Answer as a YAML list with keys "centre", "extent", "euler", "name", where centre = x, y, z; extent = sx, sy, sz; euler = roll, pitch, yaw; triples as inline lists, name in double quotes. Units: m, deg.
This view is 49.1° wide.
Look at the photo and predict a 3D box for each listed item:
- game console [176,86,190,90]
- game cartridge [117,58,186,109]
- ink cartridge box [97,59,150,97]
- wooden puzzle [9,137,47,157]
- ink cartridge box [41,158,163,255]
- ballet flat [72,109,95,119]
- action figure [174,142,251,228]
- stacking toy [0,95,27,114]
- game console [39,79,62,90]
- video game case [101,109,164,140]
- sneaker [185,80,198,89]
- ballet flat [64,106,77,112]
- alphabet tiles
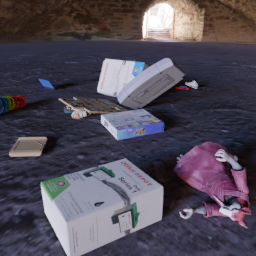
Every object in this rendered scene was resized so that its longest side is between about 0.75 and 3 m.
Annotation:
- centre: [3.248, -2.394, 16.457]
  extent: [0.819, 0.127, 0.724]
  euler: [6, 23, 13]
  name: "game console"
- centre: [0.939, -1.791, 11.670]
  extent: [2.728, 0.552, 1.819]
  euler: [-34, -20, 22]
  name: "game cartridge"
- centre: [-0.153, -2.377, 13.943]
  extent: [2.424, 1.775, 1.041]
  euler: [15, 3, 34]
  name: "ink cartridge box"
- centre: [-3.154, 0.612, 8.962]
  extent: [0.975, 0.196, 1.054]
  euler: [-1, 27, -4]
  name: "wooden puzzle"
- centre: [-0.519, 1.501, 5.782]
  extent: [2.085, 0.879, 1.523]
  euler: [-13, 26, -30]
  name: "ink cartridge box"
- centre: [-1.779, -0.675, 11.761]
  extent: [0.408, 0.483, 1.278]
  euler: [20, 31, 33]
  name: "ballet flat"
- centre: [2.026, 1.364, 6.282]
  extent: [1.747, 1.571, 2.346]
  euler: [32, 17, -29]
  name: "action figure"
- centre: [-5.373, -1.059, 12.398]
  extent: [0.872, 0.872, 2.042]
  euler: [13, 20, 30]
  name: "stacking toy"
- centre: [-4.496, -2.586, 16.277]
  extent: [1.047, 0.620, 0.894]
  euler: [18, 29, 36]
  name: "game console"
- centre: [0.132, -0.175, 10.544]
  extent: [1.857, 0.422, 1.683]
  euler: [-9, 24, -22]
  name: "video game case"
- centre: [3.762, -2.643, 16.405]
  extent: [0.828, 0.476, 0.312]
  euler: [29, 26, 29]
  name: "sneaker"
- centre: [-2.393, -0.816, 12.265]
  extent: [0.968, 0.353, 0.353]
  euler: [9, 24, 21]
  name: "ballet flat"
- centre: [-1.441, -0.992, 12.054]
  extent: [2.735, 0.103, 2.286]
  euler: [1, 19, -39]
  name: "alphabet tiles"
